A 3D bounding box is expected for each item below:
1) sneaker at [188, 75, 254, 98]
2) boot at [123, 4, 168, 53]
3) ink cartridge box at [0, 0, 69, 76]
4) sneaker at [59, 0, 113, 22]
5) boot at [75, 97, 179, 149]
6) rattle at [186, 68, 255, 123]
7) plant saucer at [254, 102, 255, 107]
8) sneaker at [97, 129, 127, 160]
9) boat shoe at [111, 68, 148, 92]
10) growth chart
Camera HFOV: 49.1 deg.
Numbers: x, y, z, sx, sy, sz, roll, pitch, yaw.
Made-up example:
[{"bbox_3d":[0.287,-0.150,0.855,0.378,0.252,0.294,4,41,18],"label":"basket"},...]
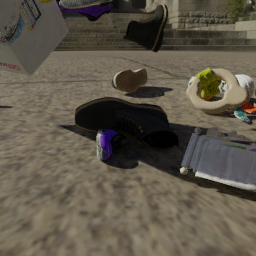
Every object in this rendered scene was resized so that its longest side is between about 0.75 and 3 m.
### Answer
[{"bbox_3d":[3.227,-1.438,10.363,1.574,1.003,2.723,-6,10,-12],"label":"sneaker"},{"bbox_3d":[0.543,-3.175,8.368,1.122,1.622,0.628,16,-22,-15],"label":"boot"},{"bbox_3d":[-3.277,-3.124,7.133,2.070,2.812,2.034,15,59,25],"label":"ink cartridge box"},{"bbox_3d":[-1.143,-3.368,7.966,1.608,0.800,0.559,-19,64,-22],"label":"sneaker"},{"bbox_3d":[-0.070,-0.074,6.365,2.291,0.888,1.585,-3,23,-7],"label":"boot"},{"bbox_3d":[3.166,-0.714,8.979,2.455,1.754,1.598,32,65,31],"label":"rattle"},{"bbox_3d":[4.745,-0.658,9.061,1.240,0.200,1.240,0,17,0],"label":"plant saucer"},{"bbox_3d":[-0.325,0.290,5.805,0.618,0.432,1.243,0,18,-3],"label":"sneaker"},{"bbox_3d":[-0.032,-2.118,12.415,0.882,0.979,2.723,-2,17,32],"label":"boat shoe"},{"bbox_3d":[1.752,0.528,4.565,1.757,0.156,1.272,16,48,30],"label":"growth chart"}]
